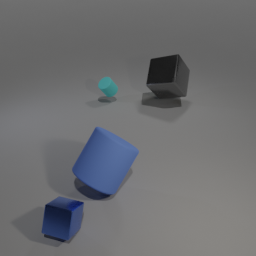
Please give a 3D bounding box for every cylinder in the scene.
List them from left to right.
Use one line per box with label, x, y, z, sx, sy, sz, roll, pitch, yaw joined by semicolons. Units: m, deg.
cylinder;-0.623;0.894;7.844;1.400;1.400;1.400;30;2;-1
cylinder;-0.933;-1.927;13.185;0.700;0.700;0.700;-15;56;23

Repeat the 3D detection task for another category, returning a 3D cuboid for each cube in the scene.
cube;-1.541;2.130;6.684;0.700;0.700;0.700;10;5;13
cube;1.825;-2.271;12.634;1.400;1.400;1.400;-1;69;33
